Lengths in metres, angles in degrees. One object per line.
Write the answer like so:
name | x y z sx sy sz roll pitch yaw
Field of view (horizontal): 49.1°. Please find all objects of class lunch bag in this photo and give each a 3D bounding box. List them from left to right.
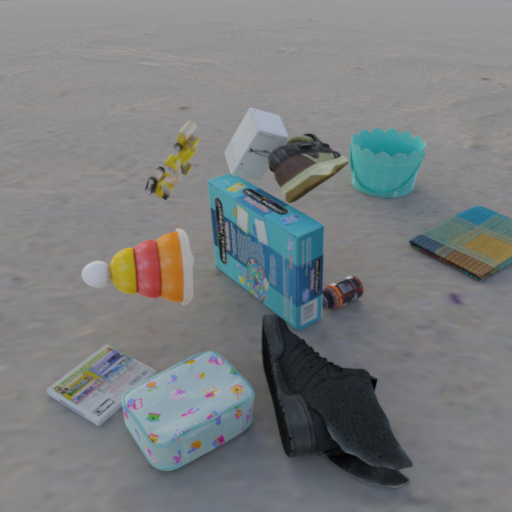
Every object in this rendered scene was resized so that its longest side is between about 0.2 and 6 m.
lunch bag | -0.906 2.029 7.596 1.640 0.632 1.316 -22 36 -31

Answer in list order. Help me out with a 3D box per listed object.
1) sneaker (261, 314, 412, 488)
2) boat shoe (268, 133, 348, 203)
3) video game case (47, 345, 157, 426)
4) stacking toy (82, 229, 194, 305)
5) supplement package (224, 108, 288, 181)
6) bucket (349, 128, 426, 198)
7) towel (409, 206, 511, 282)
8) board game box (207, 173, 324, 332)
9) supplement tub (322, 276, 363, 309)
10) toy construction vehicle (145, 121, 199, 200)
sneaker | 0.971 1.854 7.746 1.478 0.851 2.834 -5 37 -7
boat shoe | 0.919 -1.699 9.898 1.079 0.955 2.948 -31 5 17
video game case | -2.268 1.879 8.304 1.085 0.131 1.192 20 38 28
stacking toy | -1.841 0.218 8.703 1.661 1.214 1.214 -4 32 -13
supplement package | -0.015 -1.950 9.862 0.626 1.072 0.629 7 48 -29
bucket | 3.217 -2.321 13.965 1.847 1.202 1.847 -1 32 0
towel | 4.648 -0.328 11.714 2.450 0.266 1.797 -25 40 -31
board game box | 0.133 -0.138 9.814 0.589 1.895 2.511 -24 40 -29
supplement tub | 1.480 0.670 9.940 0.817 0.437 0.437 -20 37 -29
toy construction vehicle | -1.414 -1.666 10.295 0.527 1.496 1.302 34 58 -2
